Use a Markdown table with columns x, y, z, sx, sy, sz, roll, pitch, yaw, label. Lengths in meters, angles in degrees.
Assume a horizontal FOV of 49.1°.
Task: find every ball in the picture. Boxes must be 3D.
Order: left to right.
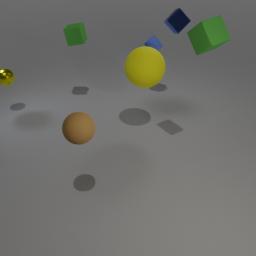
| x | y | z | sx | sy | sz | roll | pitch | yaw | label |
| --- | --- | --- | --- | --- | --- | --- | --- | --- | --- |
| -4.935 | -2.042 | 11.299 | 0.700 | 0.700 | 0.700 | 0 | 32 | 0 | ball |
| -1.050 | 0.006 | 5.973 | 0.700 | 0.700 | 0.700 | 0 | 32 | 0 | ball |
| 0.582 | -2.087 | 9.671 | 1.400 | 1.400 | 1.400 | 0 | 32 | 0 | ball |

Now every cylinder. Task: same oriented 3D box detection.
| x | y | z | sx | sy | sz | roll | pitch | yaw | label |
| --- | --- | --- | --- | --- | --- | --- | --- | --- | --- |
| 1.313 | -4.325 | 14.535 | 0.700 | 0.700 | 0.700 | -37 | 16 | 12 | cylinder |

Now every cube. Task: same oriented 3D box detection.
| x | y | z | sx | sy | sz | roll | pitch | yaw | label |
| --- | --- | --- | --- | --- | --- | --- | --- | --- | --- |
| -2.137 | -3.837 | 11.459 | 0.700 | 0.700 | 0.700 | -5 | 34 | 10 | cube |
| 1.987 | -4.330 | 11.369 | 0.700 | 0.700 | 0.700 | -45 | 16 | 11 | cube |
| 2.167 | -2.481 | 7.537 | 0.700 | 0.700 | 0.700 | -25 | 3 | -23 | cube |
